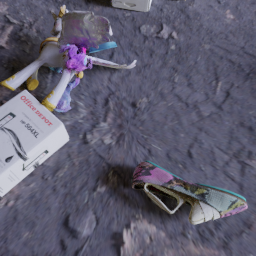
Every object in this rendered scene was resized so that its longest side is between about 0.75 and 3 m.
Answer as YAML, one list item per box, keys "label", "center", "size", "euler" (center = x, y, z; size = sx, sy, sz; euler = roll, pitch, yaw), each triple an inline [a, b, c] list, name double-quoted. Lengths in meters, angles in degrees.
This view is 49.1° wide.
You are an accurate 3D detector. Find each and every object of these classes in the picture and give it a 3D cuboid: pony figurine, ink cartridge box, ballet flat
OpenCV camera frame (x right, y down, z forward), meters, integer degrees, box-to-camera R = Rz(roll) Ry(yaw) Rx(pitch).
- label: "pony figurine"
  center: [-1.560, -1.884, 7.468]
  size: [2.849, 2.458, 2.951]
  euler: [23, 78, 22]
- label: "ink cartridge box"
  center: [-2.759, 0.300, 6.773]
  size: [1.548, 0.894, 2.121]
  euler: [39, 68, 19]
- label: "ballet flat"
  center: [1.219, 1.519, 6.089]
  size: [2.504, 0.865, 0.891]
  euler: [20, 58, 16]
- label: "ink cartridge box"
  center: [0.252, -5.055, 9.804]
  size: [1.354, 0.816, 1.864]
  euler: [11, 63, 5]

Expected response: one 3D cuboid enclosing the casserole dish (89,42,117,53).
- label: "casserole dish"
  center: [-0.750, -2.403, 8.302]
  size: [0.905, 0.176, 0.548]
  euler: [-4, 16, 32]
